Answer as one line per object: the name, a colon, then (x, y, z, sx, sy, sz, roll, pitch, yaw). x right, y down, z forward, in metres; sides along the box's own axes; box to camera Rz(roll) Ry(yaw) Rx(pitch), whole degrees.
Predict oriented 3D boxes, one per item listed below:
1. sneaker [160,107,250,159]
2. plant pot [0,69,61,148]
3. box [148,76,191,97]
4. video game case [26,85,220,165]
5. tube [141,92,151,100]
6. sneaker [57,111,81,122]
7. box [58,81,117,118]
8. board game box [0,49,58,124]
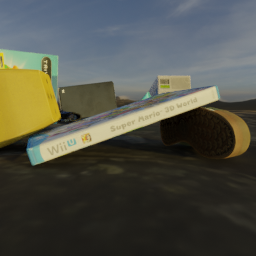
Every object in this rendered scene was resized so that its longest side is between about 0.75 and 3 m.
sneaker: (1.181, 0.002, 3.883, 0.839, 0.626, 1.868, -6, 3, -18)
plant pot: (-1.605, -0.351, 4.157, 0.972, 1.101, 1.102, -15, 6, -3)
box: (1.954, -1.458, 13.821, 1.574, 1.418, 2.799, -1, -9, -7)
video game case: (-0.189, -0.117, 3.872, 2.325, 0.207, 1.664, -20, 9, -16)
tube: (0.278, -0.488, 7.842, 0.287, 1.139, 0.441, 35, -12, 31)
sneaker: (-2.488, -0.476, 11.146, 1.291, 0.453, 0.503, -1, -3, -31)
box: (-1.966, -1.291, 13.157, 2.427, 1.504, 2.386, -9, 6, -12)
board game box: (-2.737, -0.888, 6.506, 0.557, 1.791, 2.372, 12, 14, 36)
